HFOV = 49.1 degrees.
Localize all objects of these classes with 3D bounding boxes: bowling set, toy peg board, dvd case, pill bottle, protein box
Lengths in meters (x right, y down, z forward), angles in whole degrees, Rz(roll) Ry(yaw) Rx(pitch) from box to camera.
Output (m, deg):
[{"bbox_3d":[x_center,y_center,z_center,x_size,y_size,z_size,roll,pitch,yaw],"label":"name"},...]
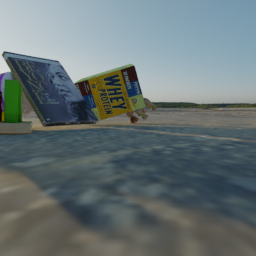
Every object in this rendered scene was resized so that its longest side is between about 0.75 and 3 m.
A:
[{"bbox_3d":[0.470,-0.627,14.065,1.837,1.278,0.986,-11,-35,42],"label":"bowling set"},{"bbox_3d":[-3.503,-0.504,6.589,2.358,1.158,2.367,1,2,-18],"label":"toy peg board"},{"bbox_3d":[-2.419,-1.255,8.946,0.234,2.928,2.177,-47,-23,28],"label":"dvd case"},{"bbox_3d":[-4.663,-0.852,9.106,2.881,1.502,1.502,-10,0,13],"label":"pill bottle"},{"bbox_3d":[-0.768,-1.608,12.420,2.599,1.766,2.618,-17,14,2],"label":"protein box"}]
